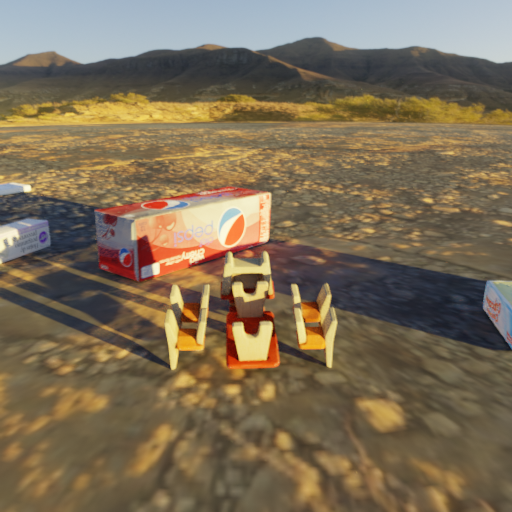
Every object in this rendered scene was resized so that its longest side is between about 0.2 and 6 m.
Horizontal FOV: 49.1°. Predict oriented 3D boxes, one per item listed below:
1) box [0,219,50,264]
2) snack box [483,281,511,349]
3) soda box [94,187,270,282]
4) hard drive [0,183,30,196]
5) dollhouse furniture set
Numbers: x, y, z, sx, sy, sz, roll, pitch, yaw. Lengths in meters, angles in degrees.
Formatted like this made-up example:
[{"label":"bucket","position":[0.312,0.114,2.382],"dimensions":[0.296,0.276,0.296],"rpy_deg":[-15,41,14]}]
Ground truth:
[{"label":"box","position":[-4.102,-0.089,8.408],"dimensions":[0.491,0.458,2.369],"rpy_deg":[6,18,20]},{"label":"snack box","position":[3.697,0.673,5.940],"dimensions":[2.159,0.401,1.254],"rpy_deg":[2,17,7]},{"label":"soda box","position":[-1.037,-0.438,8.781],"dimensions":[1.004,0.909,2.868],"rpy_deg":[14,20,39]},{"label":"hard drive","position":[-6.557,-1.670,14.250],"dimensions":[0.838,0.170,1.271],"rpy_deg":[12,20,35]},{"label":"dollhouse furniture set","position":[-0.063,0.653,5.811],"dimensions":[1.570,0.809,1.553],"rpy_deg":[-1,28,-1]}]
